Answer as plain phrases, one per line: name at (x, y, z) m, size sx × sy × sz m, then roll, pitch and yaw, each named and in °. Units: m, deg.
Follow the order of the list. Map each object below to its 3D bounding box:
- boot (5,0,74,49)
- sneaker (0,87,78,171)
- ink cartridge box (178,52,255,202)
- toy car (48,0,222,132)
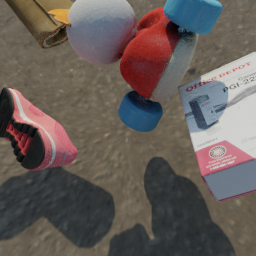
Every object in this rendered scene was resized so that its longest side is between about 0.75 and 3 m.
boot at (-2.559, -2.750, 6.142) m, size 2.244 × 0.847 × 2.563 m, roll -40°, pitch 84°, yaw -12°
sneaker at (-1.738, 0.034, 5.126) m, size 2.247 × 0.975 × 0.828 m, roll 42°, pitch 107°, yaw 36°
ink cartridge box at (1.870, -0.094, 4.764) m, size 1.588 × 0.924 × 2.180 m, roll -23°, pitch 40°, yaw 19°
toy car at (-0.107, -1.915, 5.661) m, size 2.885 × 2.659 × 2.552 m, roll 26°, pitch 35°, yaw -2°
